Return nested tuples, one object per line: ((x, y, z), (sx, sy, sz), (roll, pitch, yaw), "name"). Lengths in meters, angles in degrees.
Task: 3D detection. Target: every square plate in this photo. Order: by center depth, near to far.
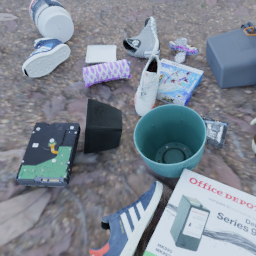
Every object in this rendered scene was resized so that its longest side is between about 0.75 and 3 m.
((-1.071, -2.952, 11.303), (1.197, 0.170, 1.185), (-1, 48, -1), "square plate")

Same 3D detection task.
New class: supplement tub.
((-3.253, -4.649, 11.940), (1.445, 1.445, 2.059), (-21, 52, -18), "supplement tub")

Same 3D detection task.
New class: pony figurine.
((2.163, -3.170, 11.125), (1.141, 0.984, 1.182), (-14, 34, -24), "pony figurine")

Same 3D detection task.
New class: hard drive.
((-2.093, 0.668, 7.616), (1.326, 0.359, 1.899), (0, 50, 5), "hard drive")

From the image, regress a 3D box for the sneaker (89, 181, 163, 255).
((-0.018, 2.050, 6.384), (0.993, 0.881, 2.349), (25, 53, 15), "sneaker")

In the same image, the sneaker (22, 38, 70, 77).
((-3.399, -2.791, 10.816), (2.072, 0.835, 1.517), (-39, 50, -24), "sneaker")

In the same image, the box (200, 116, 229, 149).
((2.421, 0.084, 8.533), (1.090, 0.271, 0.859), (18, 51, 15), "box")

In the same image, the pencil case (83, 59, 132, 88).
((-0.758, -1.951, 10.093), (1.755, 0.736, 0.750), (-14, 77, -10), "pencil case")

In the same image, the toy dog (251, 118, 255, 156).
((4.145, 0.158, 7.946), (1.575, 1.134, 1.625), (22, 51, 34), "toy dog")

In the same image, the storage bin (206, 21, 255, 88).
((3.887, -2.599, 10.098), (1.655, 1.794, 2.465), (-11, 49, 4), "storage bin")

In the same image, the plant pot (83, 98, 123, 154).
((-0.725, -0.007, 8.120), (1.044, 1.177, 1.174), (5, 48, -9), "plant pot")

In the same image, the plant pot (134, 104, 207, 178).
((1.147, 0.493, 7.289), (1.740, 1.396, 1.740), (-8, 55, 11), "plant pot")

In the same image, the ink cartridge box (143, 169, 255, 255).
((1.531, 2.490, 5.796), (2.028, 1.168, 2.779), (21, 52, 18), "ink cartridge box")

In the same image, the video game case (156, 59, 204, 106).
((1.578, -1.634, 9.968), (1.660, 0.416, 1.831), (22, 52, 20), "video game case")

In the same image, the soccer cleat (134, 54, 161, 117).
((0.653, -1.396, 9.112), (0.713, 0.885, 2.077), (14, 76, 10), "soccer cleat")

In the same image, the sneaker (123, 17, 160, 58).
((0.485, -3.764, 11.545), (1.434, 0.931, 2.483), (-4, 50, 0), "sneaker")
